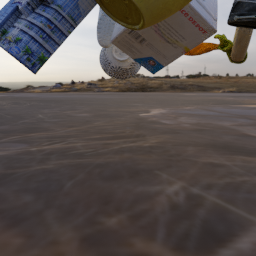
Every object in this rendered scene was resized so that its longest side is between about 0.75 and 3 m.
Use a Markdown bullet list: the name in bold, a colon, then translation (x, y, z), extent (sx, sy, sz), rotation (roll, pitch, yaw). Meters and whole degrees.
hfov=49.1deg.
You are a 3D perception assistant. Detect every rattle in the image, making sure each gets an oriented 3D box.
- **rattle**: translation (2.601, -3.133, 7.359), extent (1.955, 2.737, 1.782), rotation (27, 64, 24)

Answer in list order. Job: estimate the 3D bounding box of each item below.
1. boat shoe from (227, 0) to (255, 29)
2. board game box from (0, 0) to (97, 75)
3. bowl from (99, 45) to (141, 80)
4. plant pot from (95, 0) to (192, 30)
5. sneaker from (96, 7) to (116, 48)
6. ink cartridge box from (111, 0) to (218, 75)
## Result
- **boat shoe**: translation (3.282, -2.199, 5.757), extent (2.383, 0.759, 0.842), rotation (23, 4, 29)
- **board game box**: translation (-1.900, -2.865, 6.453), extent (0.891, 2.886, 2.888), rotation (42, -5, -40)
- **bowl**: translation (-0.238, -2.647, 10.108), extent (1.646, 1.646, 0.773), rotation (-1, -8, -4)
- **plant pot**: translation (0.256, -2.794, 5.074), extent (2.266, 1.609, 2.266), rotation (32, -8, 5)
- **sneaker**: translation (-0.729, -3.708, 10.056), extent (0.877, 2.296, 0.924), rotation (12, -25, -15)
- **ink cartridge box**: translation (1.034, -3.100, 7.878), extent (1.770, 1.739, 2.404), rotation (32, -37, -28)
